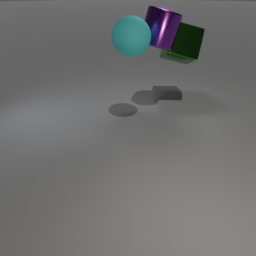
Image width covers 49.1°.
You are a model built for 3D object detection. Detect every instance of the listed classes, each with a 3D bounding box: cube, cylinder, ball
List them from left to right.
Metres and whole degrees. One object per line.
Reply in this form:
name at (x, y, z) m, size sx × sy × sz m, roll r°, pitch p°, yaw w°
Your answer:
ball at (0.110, -3.224, 9.903) m, size 1.400 × 1.400 × 1.400 m, roll 0°, pitch 28°, yaw 0°
cylinder at (1.304, -3.988, 11.238) m, size 1.400 × 1.400 × 1.400 m, roll 14°, pitch 21°, yaw -6°
cube at (2.400, -3.790, 12.620) m, size 1.400 × 1.400 × 1.400 m, roll 12°, pitch 4°, yaw -9°
